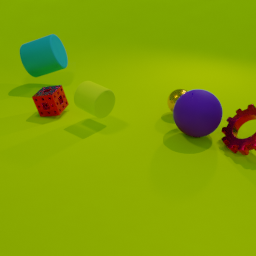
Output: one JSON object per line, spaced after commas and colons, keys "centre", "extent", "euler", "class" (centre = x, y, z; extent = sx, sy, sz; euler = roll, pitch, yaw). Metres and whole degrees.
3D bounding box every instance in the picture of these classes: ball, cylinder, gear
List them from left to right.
{"centre": [-3.241, -2.786, 10.889], "extent": [1.336, 1.336, 1.336], "euler": [-14, 27, 12], "class": "cylinder"}
{"centre": [-0.986, -0.846, 8.287], "extent": [0.889, 0.889, 0.889], "euler": [27, 39, 32], "class": "cylinder"}
{"centre": [1.668, -0.839, 8.954], "extent": [0.819, 0.819, 0.819], "euler": [0, 29, 0], "class": "ball"}
{"centre": [1.911, -0.402, 7.717], "extent": [1.319, 1.319, 1.319], "euler": [0, 29, 0], "class": "ball"}
{"centre": [3.072, 0.024, 7.156], "extent": [0.256, 1.382, 1.382], "euler": [37, 14, -28], "class": "gear"}

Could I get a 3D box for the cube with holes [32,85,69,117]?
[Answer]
{"centre": [-2.485, -0.877, 9.040], "extent": [0.725, 0.725, 0.725], "euler": [-3, 32, 19], "class": "cube with holes"}
